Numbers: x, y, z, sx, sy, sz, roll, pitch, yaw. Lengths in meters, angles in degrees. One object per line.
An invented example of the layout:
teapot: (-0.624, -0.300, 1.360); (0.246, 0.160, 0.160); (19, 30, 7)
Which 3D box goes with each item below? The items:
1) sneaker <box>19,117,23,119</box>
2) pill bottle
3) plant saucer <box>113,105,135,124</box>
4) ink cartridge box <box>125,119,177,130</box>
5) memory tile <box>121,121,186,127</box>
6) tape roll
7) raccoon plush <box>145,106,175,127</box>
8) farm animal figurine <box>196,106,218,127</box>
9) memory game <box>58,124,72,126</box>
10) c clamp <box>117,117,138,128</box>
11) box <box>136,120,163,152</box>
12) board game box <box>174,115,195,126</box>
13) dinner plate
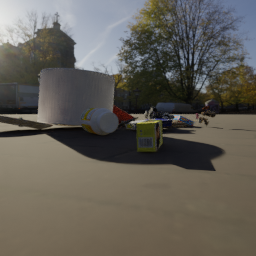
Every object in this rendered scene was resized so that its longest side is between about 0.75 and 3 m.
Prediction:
sneaker: (-5.280, -0.348, 13.842); (0.311, 0.417, 0.928); (-1, 4, -21)
pill bottle: (-0.868, -0.206, 8.579); (0.815, 0.815, 1.445); (-2, 4, -28)
plant saucer: (-1.317, -0.686, 14.202); (2.532, 0.466, 2.537); (2, -14, 34)
ink cartridge box: (0.826, -0.138, 10.484); (1.479, 0.352, 1.497); (-5, 6, -18)
memory tile: (1.109, -0.186, 12.870); (2.730, 0.229, 2.093); (0, 4, -11)
tape roll: (-2.089, -1.135, 11.476); (3.030, 2.080, 3.030); (4, 0, 0)
raccoon plush: (1.362, -0.525, 11.952); (0.997, 0.720, 1.488); (14, 19, -12)
farm animal figurine: (3.428, -0.515, 12.499); (0.720, 0.892, 0.448); (45, 39, 12)
memory game: (-3.000, -0.164, 13.819); (0.912, 0.058, 0.912); (0, 4, 0)
c clamp: (-0.085, -0.196, 10.088); (0.975, 0.132, 0.833); (-21, -5, -1)
box: (0.469, 0.124, 5.643); (0.367, 0.552, 1.466); (-1, 4, 11)
board game box: (2.613, -0.352, 13.197); (0.783, 0.223, 0.800); (23, -1, -13)
dinner plate: (-3.973, -0.210, 10.315); (2.375, 0.288, 2.375); (10, -4, 1)
